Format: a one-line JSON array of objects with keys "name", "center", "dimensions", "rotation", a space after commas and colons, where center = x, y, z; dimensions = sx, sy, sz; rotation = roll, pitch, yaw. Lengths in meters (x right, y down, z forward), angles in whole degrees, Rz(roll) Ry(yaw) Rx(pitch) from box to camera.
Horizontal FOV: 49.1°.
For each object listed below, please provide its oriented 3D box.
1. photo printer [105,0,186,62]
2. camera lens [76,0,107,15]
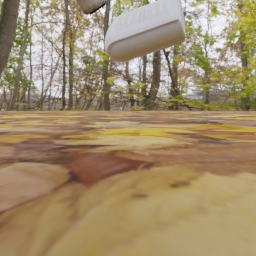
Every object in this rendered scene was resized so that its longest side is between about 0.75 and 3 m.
[{"name": "photo printer", "center": [0.536, -3.443, 9.820], "dimensions": [2.837, 0.985, 2.360], "rotation": [-14, 41, 19]}, {"name": "camera lens", "center": [-0.897, -3.034, 6.297], "dimensions": [0.648, 0.810, 0.648], "rotation": [-27, 27, 14]}]
